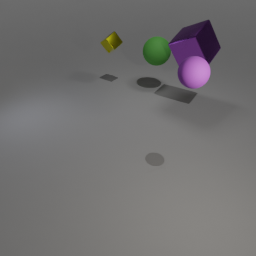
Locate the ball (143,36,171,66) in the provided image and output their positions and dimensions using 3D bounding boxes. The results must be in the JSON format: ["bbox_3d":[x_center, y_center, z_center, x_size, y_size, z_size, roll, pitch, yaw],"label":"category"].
[{"bbox_3d":[1.430,-3.812,13.912,1.400,1.400,1.400,0,32,0],"label":"ball"}]

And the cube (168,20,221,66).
[{"bbox_3d":[2.844,-3.484,11.933,1.400,1.400,1.400,0,43,48],"label":"cube"}]

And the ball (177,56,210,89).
[{"bbox_3d":[1.440,-1.215,6.137,0.700,0.700,0.700,0,32,0],"label":"ball"}]

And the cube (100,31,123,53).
[{"bbox_3d":[-0.838,-4.354,14.255,0.700,0.700,0.700,-49,23,-23],"label":"cube"}]
